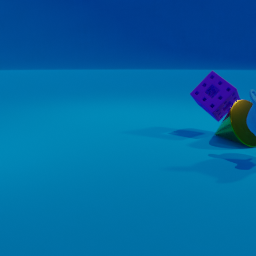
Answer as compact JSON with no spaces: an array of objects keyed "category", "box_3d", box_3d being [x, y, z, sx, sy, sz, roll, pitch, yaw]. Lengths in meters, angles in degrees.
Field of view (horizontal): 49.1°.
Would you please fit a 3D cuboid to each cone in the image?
[{"category":"cone","box_3d":[2.755,0.029,7.526,1.237,1.237,1.242,-7,-12,-29]}]

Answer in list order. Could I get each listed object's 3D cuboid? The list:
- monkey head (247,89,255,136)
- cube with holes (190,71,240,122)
[{"category":"monkey head","box_3d":[2.763,-0.110,5.657,0.965,1.341,0.808,-25,17,-39]},{"category":"cube with holes","box_3d":[2.461,-0.875,7.886,0.877,0.877,0.877,48,10,30]}]
